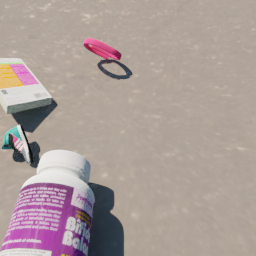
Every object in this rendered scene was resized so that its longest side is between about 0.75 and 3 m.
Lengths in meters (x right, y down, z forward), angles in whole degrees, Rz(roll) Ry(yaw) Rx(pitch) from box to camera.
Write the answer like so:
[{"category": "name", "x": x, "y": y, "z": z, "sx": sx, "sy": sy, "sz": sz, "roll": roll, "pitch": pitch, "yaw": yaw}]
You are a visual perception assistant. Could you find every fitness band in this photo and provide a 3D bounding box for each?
[{"category": "fitness band", "x": -0.813, "y": -2.484, "z": 8.961, "sx": 1.271, "sy": 0.913, "sz": 0.238, "roll": 22, "pitch": 88, "yaw": -19}]

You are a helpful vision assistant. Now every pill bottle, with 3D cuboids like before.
[{"category": "pill bottle", "x": -1.566, "y": 1.980, "z": 5.804, "sx": 1.642, "sy": 1.642, "sz": 2.925, "roll": 3, "pitch": 51, "yaw": 2}]

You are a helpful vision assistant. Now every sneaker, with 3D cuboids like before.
[{"category": "sneaker", "x": -2.966, "y": 0.515, "z": 7.395, "sx": 0.647, "sy": 0.448, "sz": 1.072, "roll": -20, "pitch": 84, "yaw": -9}]

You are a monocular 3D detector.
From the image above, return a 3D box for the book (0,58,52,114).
[{"category": "book", "x": -3.416, "y": -1.362, "z": 8.460, "sx": 1.383, "sy": 0.497, "sz": 2.070, "roll": -19, "pitch": 56, "yaw": -40}]
